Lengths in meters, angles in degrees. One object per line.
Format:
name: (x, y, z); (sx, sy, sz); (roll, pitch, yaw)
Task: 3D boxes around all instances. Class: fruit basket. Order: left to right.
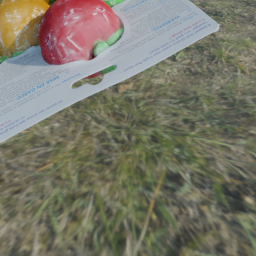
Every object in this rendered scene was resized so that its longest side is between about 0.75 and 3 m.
fruit basket: (-0.643, -1.053, 3.063); (2.261, 1.144, 2.441); (-28, 55, 0)
